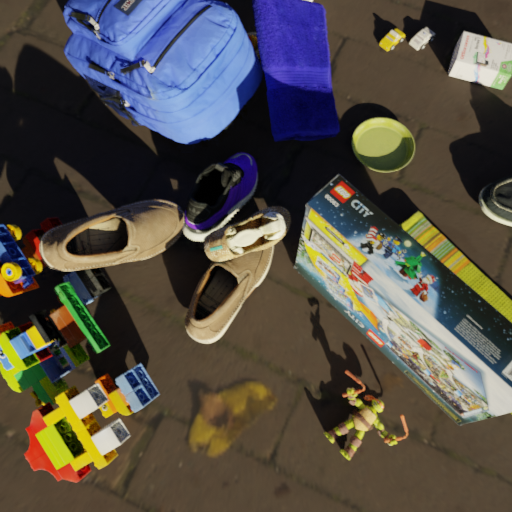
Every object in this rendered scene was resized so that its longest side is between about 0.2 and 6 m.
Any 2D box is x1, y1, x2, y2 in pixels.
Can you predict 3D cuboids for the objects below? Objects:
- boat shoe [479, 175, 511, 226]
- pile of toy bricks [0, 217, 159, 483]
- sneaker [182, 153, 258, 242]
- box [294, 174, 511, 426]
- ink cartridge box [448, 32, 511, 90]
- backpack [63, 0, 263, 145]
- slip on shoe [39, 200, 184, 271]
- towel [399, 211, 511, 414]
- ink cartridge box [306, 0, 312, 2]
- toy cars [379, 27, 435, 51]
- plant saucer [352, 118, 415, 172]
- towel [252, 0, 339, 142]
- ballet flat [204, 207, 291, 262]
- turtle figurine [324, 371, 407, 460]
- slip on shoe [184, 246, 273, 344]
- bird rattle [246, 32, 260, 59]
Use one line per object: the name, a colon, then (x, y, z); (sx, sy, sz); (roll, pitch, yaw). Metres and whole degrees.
boat shoe: (6.183, -1.226, 10.887); (3.392, 1.125, 1.268); (6, 69, 2)
pile of toy bricks: (-3.711, 1.530, 9.576); (2.168, 2.437, 4.393); (-33, 87, 17)
sneaker: (-0.603, -1.404, 10.739); (0.816, 1.167, 2.346); (22, 54, 13)
box: (2.421, 0.864, 9.176); (0.781, 2.831, 4.145); (-42, 75, -14)
ink cartridge box: (5.007, -4.326, 12.396); (1.236, 0.519, 0.895); (18, 70, 7)
backpack: (-1.819, -3.853, 10.762); (3.370, 2.828, 2.739); (36, 86, 26)
slip on shoe: (-2.377, -0.408, 10.033); (2.837, 0.860, 1.079); (-14, 93, -39)
towel: (3.862, 0.945, 10.483); (1.675, 0.351, 3.891); (-40, 74, -13)
ink cartridge box: (0.948, -6.314, 13.159); (0.877, 0.511, 1.213); (16, 70, 6)
toy cars: (3.469, -4.999, 12.778); (1.317, 0.292, 0.590); (-2, 70, -1)
plant saucer: (2.658, -2.297, 11.796); (1.319, 0.205, 1.319); (0, 68, 0)
towel: (0.883, -3.651, 10.965); (0.686, 2.044, 2.768); (-5, 99, 37)
ballet flat: (0.026, -0.403, 10.130); (2.080, 0.679, 0.734); (-28, 102, -35)
turtle figurine: (1.758, 2.824, 9.687); (1.207, 0.482, 1.497); (-42, 86, -6)
slip on shoe: (-0.482, 0.326, 10.353); (1.020, 0.813, 2.684); (26, 66, 16)
bird rattle: (-0.122, -4.602, 12.593); (1.230, 0.693, 1.003); (-15, 58, 8)
